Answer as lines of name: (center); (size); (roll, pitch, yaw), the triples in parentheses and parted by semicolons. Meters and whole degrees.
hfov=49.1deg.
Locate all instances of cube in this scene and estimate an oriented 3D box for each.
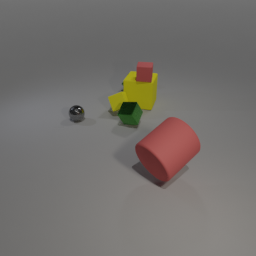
cube: (0.620, -1.844, 13.642); (1.400, 1.400, 1.400); (7, 30, 12)
cube: (0.097, -0.610, 11.641); (0.700, 0.700, 0.700); (4, 57, 32)
cube: (0.760, -2.546, 12.703); (0.700, 0.700, 0.700); (4, 32, 6)
cube: (-0.400, -1.200, 12.679); (0.700, 0.700, 0.700); (-19, 3, 13)

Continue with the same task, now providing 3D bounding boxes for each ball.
ball: (-2.236, -0.646, 12.207); (0.700, 0.700, 0.700); (0, 29, 0)

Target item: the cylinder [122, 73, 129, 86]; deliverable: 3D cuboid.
cylinder: (0.118, -2.475, 15.178); (0.700, 0.700, 0.700); (33, -2, 1)

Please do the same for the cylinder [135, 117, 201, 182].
cylinder: (1.171, 0.618, 8.322); (1.400, 1.400, 1.400); (-39, 43, -21)
